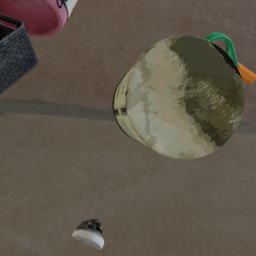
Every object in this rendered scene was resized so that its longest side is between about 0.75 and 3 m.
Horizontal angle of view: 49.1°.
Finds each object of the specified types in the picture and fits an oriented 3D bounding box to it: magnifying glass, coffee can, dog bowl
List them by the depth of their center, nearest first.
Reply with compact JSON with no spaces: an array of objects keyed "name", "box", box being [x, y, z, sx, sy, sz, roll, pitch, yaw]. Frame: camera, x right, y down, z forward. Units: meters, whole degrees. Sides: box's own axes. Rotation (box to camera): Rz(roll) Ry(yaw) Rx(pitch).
[{"name":"coffee can","box":[0.582,-0.399,4.391,1.518,2.074,1.518,0,93,-7]},{"name":"magnifying glass","box":[2.277,-1.442,6.302,2.104,0.837,0.236,16,30,-39]},{"name":"dog bowl","box":[-2.806,-3.472,7.349,2.880,2.880,1.062,7,78,6]}]

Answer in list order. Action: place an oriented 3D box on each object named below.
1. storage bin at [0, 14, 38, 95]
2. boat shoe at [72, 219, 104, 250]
[{"name":"storage bin","box":[-3.200,-1.412,5.911,1.458,1.011,2.157,25,58,24]},{"name":"boat shoe","box":[-0.494,1.372,3.738,0.350,1.002,0.332,32,64,-4]}]
